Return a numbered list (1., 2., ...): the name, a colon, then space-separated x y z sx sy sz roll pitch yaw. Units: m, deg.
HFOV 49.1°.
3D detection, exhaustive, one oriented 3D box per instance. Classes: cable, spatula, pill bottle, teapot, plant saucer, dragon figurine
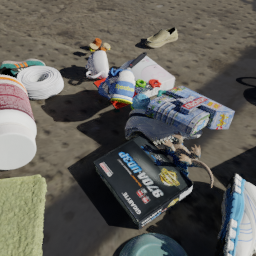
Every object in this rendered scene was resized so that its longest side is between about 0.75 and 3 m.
1. cable: -3.229 -1.703 10.293 1.647 0.570 1.647 -15 45 -15
2. spatula: -0.026 -2.115 10.566 0.651 0.237 2.305 31 73 33
3. pill bottle: -3.495 -0.212 7.972 1.539 1.539 2.696 -16 45 -17
4. teapot: -1.213 -2.374 10.707 0.833 1.126 1.141 -8 -1 4
5. plant saucer: 0.538 2.793 5.643 1.567 0.302 1.567 0 42 0
6. dragon figurine: 1.464 0.825 7.190 0.640 1.081 2.174 -39 52 -17

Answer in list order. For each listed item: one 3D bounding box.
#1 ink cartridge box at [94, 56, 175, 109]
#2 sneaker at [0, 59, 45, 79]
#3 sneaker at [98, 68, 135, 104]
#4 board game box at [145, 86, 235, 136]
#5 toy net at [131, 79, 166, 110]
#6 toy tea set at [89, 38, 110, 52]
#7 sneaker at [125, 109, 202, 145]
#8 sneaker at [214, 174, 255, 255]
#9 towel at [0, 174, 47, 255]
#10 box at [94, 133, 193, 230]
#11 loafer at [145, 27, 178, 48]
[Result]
1. ink cartridge box: 0.212 -1.786 10.411 2.400 0.685 1.951 -18 46 -24
2. sneaker: -4.117 -2.223 10.891 1.762 0.629 0.704 -4 50 1
3. sneaker: -0.335 -1.388 8.976 0.907 1.009 2.454 7 10 -21
4. board game box: 1.806 -0.471 7.748 1.913 0.590 1.915 27 30 29
5. toy net: 1.321 -1.031 9.572 2.395 0.462 1.256 6 55 -1
6. toy tea set: -1.365 -3.405 12.343 0.821 0.511 1.380 34 42 -7
7. sneaker: 1.031 0.120 8.292 2.234 0.853 0.899 8 59 11
8. sneaker: 2.553 2.180 5.829 1.196 1.034 2.759 20 46 13
9. towel: -2.869 2.270 6.036 2.177 0.535 2.935 -6 42 -8
10. box: 0.342 1.222 7.031 1.624 0.470 2.043 -29 51 -19
11. loafer: 1.557 -4.246 13.006 1.835 0.626 0.694 -28 49 -27
